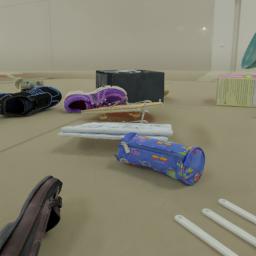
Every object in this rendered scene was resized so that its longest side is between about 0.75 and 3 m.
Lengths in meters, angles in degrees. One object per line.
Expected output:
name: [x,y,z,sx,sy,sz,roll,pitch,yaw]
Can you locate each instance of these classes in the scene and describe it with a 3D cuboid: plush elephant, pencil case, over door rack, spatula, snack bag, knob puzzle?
plush elephant: [-4.170,-1.524,11.994,1.368,1.286,1.661,-8,16,-29]
pencil case: [0.536,0.502,5.167,1.694,0.661,0.736,12,-10,41]
over door rack: [0.311,-0.479,8.735,0.964,0.712,0.321,-1,-17,45]
spatula: [1.409,1.277,3.243,1.188,0.137,1.708,-9,17,-29]
snack bag: [-0.135,0.062,7.295,2.545,0.289,2.699,1,4,8]
knob puzzle: [0.080,-0.613,9.974,2.910,0.404,2.910,-6,6,1]

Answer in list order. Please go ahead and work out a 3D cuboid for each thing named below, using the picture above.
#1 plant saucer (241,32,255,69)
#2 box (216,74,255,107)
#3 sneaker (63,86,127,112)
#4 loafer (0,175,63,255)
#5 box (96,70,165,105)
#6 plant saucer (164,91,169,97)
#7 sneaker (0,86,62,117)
plant saucer: [3.690,-2.561,6.852,0.361,2.635,2.635,30,18,3]
box: [5.565,-1.805,13.103,2.666,1.289,2.345,5,15,19]
sneaker: [-1.267,-0.950,11.042,2.530,1.020,1.055,-9,30,-1]
loafer: [-1.023,1.126,3.213,0.507,0.579,1.610,17,22,2]
box: [0.025,-1.928,13.161,2.512,1.557,2.469,-6,17,-23]
plant saucer: [1.545,-1.753,14.797,1.315,0.233,1.315,-9,13,2]
sneaker: [-3.649,-0.960,10.654,2.911,1.021,1.134,-18,30,-42]
